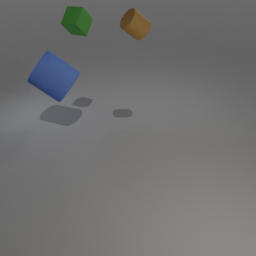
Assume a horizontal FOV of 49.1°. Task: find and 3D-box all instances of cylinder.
[{"bbox_3d":[0.228,-3.181,8.619,0.700,0.700,0.700,25,15,-36],"label":"cylinder"},{"bbox_3d":[-2.771,-1.917,10.481,1.400,1.400,1.400,34,27,-17],"label":"cylinder"}]

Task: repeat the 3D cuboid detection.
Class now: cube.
[{"bbox_3d":[-1.764,-3.697,9.706,0.700,0.700,0.700,15,-9,25],"label":"cube"}]
